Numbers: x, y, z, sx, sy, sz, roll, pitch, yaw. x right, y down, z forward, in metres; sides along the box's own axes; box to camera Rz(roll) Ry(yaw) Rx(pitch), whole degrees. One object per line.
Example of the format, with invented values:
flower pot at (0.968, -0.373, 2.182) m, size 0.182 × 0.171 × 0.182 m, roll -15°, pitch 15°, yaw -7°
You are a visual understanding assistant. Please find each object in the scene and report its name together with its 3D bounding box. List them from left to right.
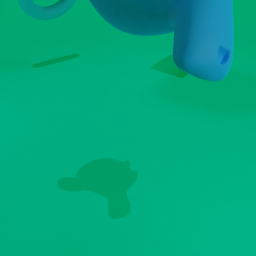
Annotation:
ring at (-2.298, -4.085, 8.264) m, size 2.014 × 2.014 × 0.403 m, roll -26°, pitch 69°, yaw -32°
monkey head at (0.202, -0.926, 1.926) m, size 1.834 × 1.319 × 1.105 m, roll 5°, pitch -6°, yaw -45°
